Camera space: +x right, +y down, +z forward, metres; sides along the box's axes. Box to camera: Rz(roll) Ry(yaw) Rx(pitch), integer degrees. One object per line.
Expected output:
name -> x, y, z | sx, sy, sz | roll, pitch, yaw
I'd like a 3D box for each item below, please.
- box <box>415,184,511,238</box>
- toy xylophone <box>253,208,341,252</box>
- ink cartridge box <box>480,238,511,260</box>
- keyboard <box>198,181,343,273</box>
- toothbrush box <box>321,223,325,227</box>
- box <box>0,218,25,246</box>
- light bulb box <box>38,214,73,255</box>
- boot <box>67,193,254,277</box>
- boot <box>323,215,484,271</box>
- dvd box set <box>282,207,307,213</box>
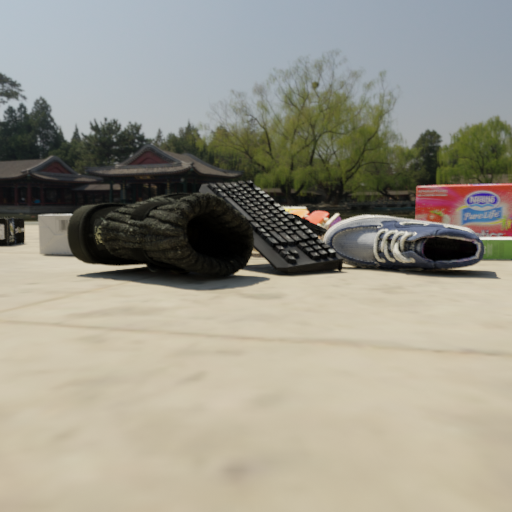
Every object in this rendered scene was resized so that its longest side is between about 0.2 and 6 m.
box -> 4.981, -0.834, 12.113 | 2.820, 1.406, 1.346 | 4, 6, 32
toy xylophone -> 0.303, -0.530, 10.372 | 2.427, 0.610, 1.777 | 8, 19, 11
ink cartridge box -> 3.908, -0.130, 9.786 | 1.251, 0.371, 0.650 | 0, 5, 6
keyboard -> 0.315, -0.516, 8.354 | 1.498, 0.320, 2.494 | -2, 33, -35
toothbrush box -> 1.432, -0.733, 15.634 | 1.118, 0.661, 1.536 | 1, 6, 11
box -> -6.706, -0.604, 13.795 | 1.587, 0.683, 1.299 | 0, 4, -5
light bulb box -> -3.342, -0.424, 10.947 | 1.232, 0.776, 1.243 | 2, 5, 20
boot -> -0.842, -0.343, 7.788 | 2.177, 1.096, 2.912 | -2, 9, 34
boot -> 1.967, -0.185, 7.717 | 2.187, 0.796, 0.988 | 0, 2, 16
dvd box set -> 0.412, -0.762, 14.081 | 1.543, 0.310, 2.109 | 2, 24, 12
